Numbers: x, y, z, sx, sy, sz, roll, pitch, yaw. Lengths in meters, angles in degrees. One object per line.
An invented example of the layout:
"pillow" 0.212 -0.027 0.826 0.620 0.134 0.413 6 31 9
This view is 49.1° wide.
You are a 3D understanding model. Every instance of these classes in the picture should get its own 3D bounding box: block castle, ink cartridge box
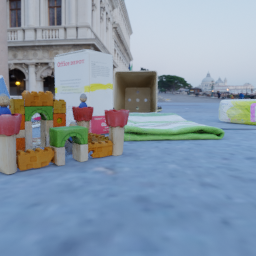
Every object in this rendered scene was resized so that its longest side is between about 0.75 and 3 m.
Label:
"block castle" -1.043 -0.057 3.855 1.899 0.891 1.269 -5 10 -41
"ink cartridge box" -1.032 -0.792 6.512 1.314 1.811 0.755 6 8 42

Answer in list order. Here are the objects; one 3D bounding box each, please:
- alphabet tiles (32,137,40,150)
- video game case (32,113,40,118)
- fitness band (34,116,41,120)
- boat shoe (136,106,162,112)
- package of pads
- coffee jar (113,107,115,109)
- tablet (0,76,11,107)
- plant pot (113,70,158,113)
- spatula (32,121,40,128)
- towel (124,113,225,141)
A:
"alphabet tiles" -2.016 0.287 4.756 1.523 0.057 1.273 -7 9 -44
"video game case" -3.072 -0.490 8.855 2.255 0.197 1.612 -20 16 -31
"fitness band" -2.874 -0.554 11.127 1.650 0.430 2.298 1 7 -12
"boat shoe" 1.109 -1.237 16.166 1.914 0.629 0.684 -2 7 -19
"package of pads" 4.244 -0.505 8.797 1.744 0.770 2.257 -3 6 -36
"coffee jar" -0.980 -0.614 11.143 0.572 0.468 1.097 2 6 29
"tablet" -2.878 -0.530 5.977 0.078 0.739 1.135 7 42 9
"plant pot" 0.410 -1.563 13.848 2.054 2.052 1.818 1 -7 5
"spatula" -2.418 -0.131 8.166 1.430 0.165 2.057 2 6 13
"towel" 0.692 -0.119 6.730 2.163 0.445 2.899 -2 7 -8
